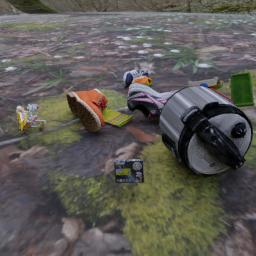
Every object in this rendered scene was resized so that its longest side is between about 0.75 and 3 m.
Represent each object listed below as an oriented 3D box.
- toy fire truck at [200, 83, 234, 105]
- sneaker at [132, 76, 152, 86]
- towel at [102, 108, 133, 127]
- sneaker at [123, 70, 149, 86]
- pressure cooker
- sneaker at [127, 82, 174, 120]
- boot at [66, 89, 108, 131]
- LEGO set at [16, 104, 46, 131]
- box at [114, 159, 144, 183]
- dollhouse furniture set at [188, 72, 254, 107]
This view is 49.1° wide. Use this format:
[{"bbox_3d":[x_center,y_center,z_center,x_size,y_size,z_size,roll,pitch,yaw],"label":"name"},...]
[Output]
[{"bbox_3d":[2.820,-0.833,10.677,1.907,1.601,1.069,30,19,-4],"label":"toy fire truck"},{"bbox_3d":[0.724,-2.376,14.952,0.685,0.648,1.776,21,36,26],"label":"sneaker"},{"bbox_3d":[-0.970,-0.586,12.130,2.273,0.205,0.978,20,33,32],"label":"towel"},{"bbox_3d":[0.503,-2.809,15.671,1.076,0.695,1.983,10,27,21],"label":"sneaker"},{"bbox_3d":[2.379,0.108,8.588,2.352,2.389,2.674,-5,28,-15],"label":"pressure cooker"},{"bbox_3d":[1.286,-0.818,11.798,2.904,1.167,1.254,15,65,4],"label":"sneaker"},{"bbox_3d":[-1.402,-0.902,11.662,1.569,1.098,2.926,-15,34,-22],"label":"boot"},{"bbox_3d":[-3.865,-0.394,11.206,0.821,1.014,2.205,2,1,-31],"label":"LEGO set"},{"bbox_3d":[0.037,1.214,7.892,0.819,0.656,0.181,-2,13,6],"label":"box"},{"bbox_3d":[4.389,-1.588,13.264,2.864,1.437,1.876,-4,-2,26],"label":"dollhouse furniture set"}]
